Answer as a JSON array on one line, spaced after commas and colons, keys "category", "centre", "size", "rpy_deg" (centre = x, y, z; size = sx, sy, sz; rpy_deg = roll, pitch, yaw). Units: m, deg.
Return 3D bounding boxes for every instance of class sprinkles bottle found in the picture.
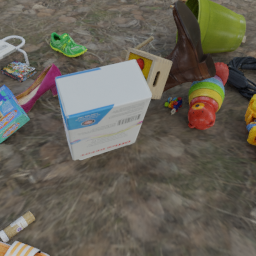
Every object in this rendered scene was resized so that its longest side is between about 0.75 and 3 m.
[{"category": "sprinkles bottle", "centre": [-2.633, 2.336, 6.658], "size": [0.279, 0.279, 0.817], "rpy_deg": [34, 54, 30]}]

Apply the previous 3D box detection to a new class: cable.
[{"category": "cable", "centre": [5.057, -1.872, 10.740], "size": [2.288, 0.712, 2.804], "rpy_deg": [-25, 48, -30]}]

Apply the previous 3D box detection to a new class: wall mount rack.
[{"category": "wall mount rack", "centre": [-5.623, -2.802, 11.383], "size": [2.545, 1.092, 2.930], "rpy_deg": [26, 50, 19]}]

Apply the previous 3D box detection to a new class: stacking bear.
[{"category": "stacking bear", "centre": [2.562, -0.942, 9.348], "size": [1.357, 1.271, 2.234], "rpy_deg": [0, 52, 28]}]

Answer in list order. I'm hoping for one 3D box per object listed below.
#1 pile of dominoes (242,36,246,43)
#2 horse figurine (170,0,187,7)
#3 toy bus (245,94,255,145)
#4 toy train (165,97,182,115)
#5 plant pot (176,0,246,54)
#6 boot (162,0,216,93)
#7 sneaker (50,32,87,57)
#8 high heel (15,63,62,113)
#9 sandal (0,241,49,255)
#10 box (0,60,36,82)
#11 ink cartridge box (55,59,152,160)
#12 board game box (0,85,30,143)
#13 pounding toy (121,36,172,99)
[{"category": "pile of dominoes", "centre": [5.223, -4.268, 13.498], "size": [0.822, 0.168, 1.055], "rpy_deg": [17, 39, 17]}, {"category": "horse figurine", "centre": [3.216, -6.565, 15.343], "size": [1.737, 0.654, 2.621], "rpy_deg": [5, 39, -10]}, {"category": "toy bus", "centre": [4.230, 0.133, 8.360], "size": [1.900, 1.289, 1.824], "rpy_deg": [31, 68, 30]}, {"category": "toy train", "centre": [1.497, -0.772, 9.775], "size": [0.508, 0.372, 0.878], "rpy_deg": [18, 47, 32]}, {"category": "plant pot", "centre": [3.620, -4.241, 12.074], "size": [2.346, 2.436, 2.436], "rpy_deg": [6, 44, -10]}, {"category": "boot", "centre": [1.091, -2.333, 9.109], "size": [2.788, 2.598, 0.895], "rpy_deg": [-10, 26, 42]}, {"category": "sneaker", "centre": [-2.715, -3.705, 12.384], "size": [1.949, 0.815, 0.722], "rpy_deg": [22, 48, 20]}, {"category": "high heel", "centre": [-3.394, -1.263, 9.525], "size": [2.491, 1.195, 0.839], "rpy_deg": [-24, 52, -11]}, {"category": "sandal", "centre": [-2.618, 2.784, 6.001], "size": [1.961, 0.562, 0.751], "rpy_deg": [11, 46, 11]}, {"category": "box", "centre": [-4.453, -2.317, 11.404], "size": [1.175, 0.221, 0.803], "rpy_deg": [24, 49, 22]}, {"category": "ink cartridge box", "centre": [-0.696, -0.325, 7.361], "size": [1.982, 2.743, 1.161], "rpy_deg": [-16, 67, -15]}, {"category": "board game box", "centre": [-4.104, -0.447, 9.024], "size": [1.312, 0.388, 1.725], "rpy_deg": [-39, 57, -6]}, {"category": "pounding toy", "centre": [0.305, -2.126, 9.011], "size": [0.928, 1.782, 2.029], "rpy_deg": [-2, 26, -46]}]
